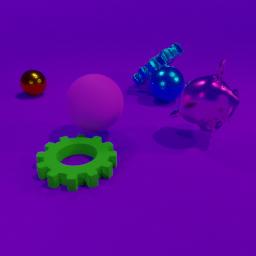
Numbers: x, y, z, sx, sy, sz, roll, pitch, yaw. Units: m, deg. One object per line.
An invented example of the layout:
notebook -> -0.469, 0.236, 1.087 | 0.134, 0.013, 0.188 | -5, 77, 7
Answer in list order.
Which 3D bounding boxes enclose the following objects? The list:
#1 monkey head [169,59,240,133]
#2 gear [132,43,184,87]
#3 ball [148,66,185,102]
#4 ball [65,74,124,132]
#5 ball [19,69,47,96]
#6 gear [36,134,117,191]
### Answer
monkey head -> 1.847, -0.674, 6.310 | 1.197, 1.987, 1.429 | 43, 49, 3
gear -> 1.003, -2.134, 9.539 | 1.909, 0.353, 1.909 | -37, 1, 1
ball -> 1.170, -1.333, 8.522 | 1.108, 1.108, 1.108 | 0, 27, 0
ball -> -0.752, -0.563, 6.342 | 1.302, 1.302, 1.302 | 0, 27, 0
ball -> -3.046, -1.454, 9.032 | 0.852, 0.852, 0.852 | 0, 27, 0
gear -> -1.005, 0.630, 5.562 | 1.529, 0.283, 1.529 | 0, 28, 0
